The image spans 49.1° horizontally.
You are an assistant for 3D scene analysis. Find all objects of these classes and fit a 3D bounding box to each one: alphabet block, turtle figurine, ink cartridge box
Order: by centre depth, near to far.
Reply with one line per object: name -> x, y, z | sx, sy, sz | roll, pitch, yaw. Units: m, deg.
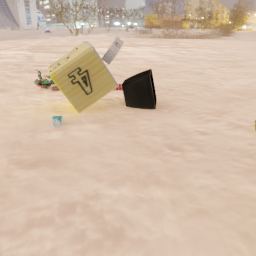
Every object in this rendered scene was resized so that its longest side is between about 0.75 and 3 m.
alphabet block -> -2.105, -2.386, 12.911 | 2.239, 2.198, 2.187 | -35, 27, 0
ink cartridge box -> -0.702, -3.616, 13.085 | 0.464, 0.793, 1.097 | 36, 49, -13
turtle figurine -> -4.857, -2.831, 16.553 | 1.511, 1.016, 2.018 | 30, 21, 31

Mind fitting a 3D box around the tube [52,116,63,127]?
tube -> -2.931, -0.344, 11.576 | 0.462, 0.301, 1.193 | 3, 17, -14

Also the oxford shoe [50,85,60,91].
oxford shoe -> -4.020, -2.505, 16.408 | 0.464, 0.492, 1.316 | 14, 27, 31

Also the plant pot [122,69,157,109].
plant pot -> 0.546, -1.802, 13.552 | 1.442, 1.622, 1.626 | -9, 21, 10

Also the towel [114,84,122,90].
towel -> -0.444, -2.501, 16.796 | 1.765, 0.198, 1.276 | -1, 22, -1

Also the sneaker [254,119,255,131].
sneaker -> 6.057, -0.148, 10.136 | 2.652, 0.994, 1.195 | 12, 32, 25
